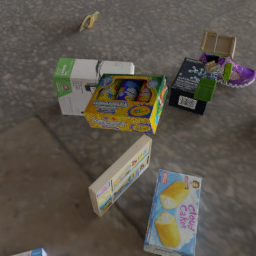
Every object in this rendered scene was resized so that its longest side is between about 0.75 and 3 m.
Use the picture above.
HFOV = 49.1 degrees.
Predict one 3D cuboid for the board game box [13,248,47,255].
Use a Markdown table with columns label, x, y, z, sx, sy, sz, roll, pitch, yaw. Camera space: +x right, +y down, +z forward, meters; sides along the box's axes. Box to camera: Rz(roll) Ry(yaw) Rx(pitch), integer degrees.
| label | x | y | z | sx | sy | sz | roll | pitch | yaw |
| --- | --- | --- | --- | --- | --- | --- | --- | --- | --- |
| board game box | -3.386 | 4.371 | 7.168 | 2.623 | 0.587 | 1.764 | -12 | 52 | -9 |

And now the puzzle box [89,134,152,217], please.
| label | x | y | z | sx | sy | sz | roll | pitch | yaw |
| --- | --- | --- | --- | --- | --- | --- | --- | --- | --- |
| puzzle box | -0.169 | 1.489 | 8.806 | 0.319 | 1.671 | 2.511 | 34 | 59 | 25 |

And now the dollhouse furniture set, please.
| label | x | y | z | sx | sy | sz | roll | pitch | yaw |
| --- | --- | --- | --- | --- | --- | --- | --- | --- | --- |
| dollhouse furniture set | 3.126 | -2.289 | 10.331 | 1.266 | 0.978 | 2.533 | 14 | 66 | 9 |

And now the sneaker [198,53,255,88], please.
| label | x | y | z | sx | sy | sz | roll | pitch | yaw |
| --- | --- | --- | --- | --- | --- | --- | --- | --- | --- |
| sneaker | 4.320 | -2.688 | 12.475 | 2.796 | 1.236 | 1.124 | 13 | 51 | 9 |

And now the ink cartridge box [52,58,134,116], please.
| label | x | y | z | sx | sy | sz | roll | pitch | yaw |
| --- | --- | --- | --- | --- | --- | --- | --- | --- | --- |
| ink cartridge box | -1.234 | -1.505 | 10.960 | 2.841 | 2.075 | 1.198 | 4 | 51 | 4 |

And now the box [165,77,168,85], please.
| label | x | y | z | sx | sy | sz | roll | pitch | yaw |
| --- | --- | --- | --- | --- | --- | --- | --- | --- | --- |
| box | 1.465 | -2.036 | 12.604 | 0.602 | 0.195 | 0.764 | 10 | 52 | 7 |

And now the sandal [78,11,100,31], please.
| label | x | y | z | sx | sy | sz | roll | pitch | yaw |
| --- | --- | --- | --- | --- | --- | --- | --- | --- | --- |
| sandal | -2.060 | -5.864 | 15.477 | 0.498 | 0.741 | 1.845 | 39 | 54 | 3 |

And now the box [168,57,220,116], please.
| label | x | y | z | sx | sy | sz | roll | pitch | yaw |
| --- | --- | --- | --- | --- | --- | --- | --- | --- | --- |
| box | 2.793 | -1.785 | 11.804 | 1.555 | 1.121 | 2.094 | 18 | 53 | 14 |

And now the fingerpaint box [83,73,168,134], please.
| label | x | y | z | sx | sy | sz | roll | pitch | yaw |
| --- | --- | --- | --- | --- | --- | --- | --- | --- | --- |
| fingerpaint box | -0.038 | -0.833 | 8.776 | 2.155 | 0.790 | 1.798 | 6 | 55 | 22 |

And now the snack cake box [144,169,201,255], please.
| label | x | y | z | sx | sy | sz | roll | pitch | yaw |
| --- | --- | --- | --- | --- | --- | --- | --- | --- | --- |
| snack cake box | 1.388 | 2.577 | 8.476 | 1.379 | 0.805 | 2.397 | 10 | 52 | 9 |
